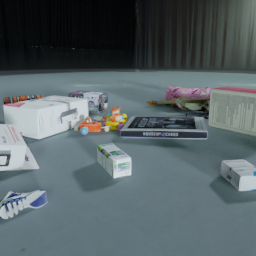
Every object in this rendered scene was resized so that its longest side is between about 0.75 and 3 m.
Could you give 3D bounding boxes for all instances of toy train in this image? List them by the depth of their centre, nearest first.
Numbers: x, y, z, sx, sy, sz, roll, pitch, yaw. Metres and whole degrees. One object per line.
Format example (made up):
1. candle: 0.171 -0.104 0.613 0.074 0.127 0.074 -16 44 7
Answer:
1. toy train: -0.969 -0.381 11.070 1.848 0.684 2.460 3 16 8

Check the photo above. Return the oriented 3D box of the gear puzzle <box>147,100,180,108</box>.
1. gear puzzle: 2.307 -1.252 14.930 2.767 0.362 1.433 5 11 18

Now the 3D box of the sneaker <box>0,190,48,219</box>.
1. sneaker: -2.047 1.348 5.343 0.900 0.363 0.520 -13 22 -36

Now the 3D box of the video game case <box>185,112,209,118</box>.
1. video game case: 3.265 -0.594 12.953 1.141 0.108 0.815 3 15 7

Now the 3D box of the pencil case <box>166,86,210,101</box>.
1. pencil case: 3.333 -1.841 15.785 2.494 1.033 1.079 5 13 21

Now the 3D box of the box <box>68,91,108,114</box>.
1. box: -1.983 -1.310 13.938 1.661 0.953 1.098 6 17 22

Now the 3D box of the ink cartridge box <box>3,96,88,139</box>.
1. ink cartridge box: -3.052 -0.511 10.758 1.901 1.107 2.610 9 16 30

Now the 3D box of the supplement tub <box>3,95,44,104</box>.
1. supplement tub: -4.273 -0.879 12.161 2.013 1.077 1.077 -7 17 -25

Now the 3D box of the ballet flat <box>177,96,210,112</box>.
1. ballet flat: 3.489 -1.049 13.316 2.348 0.799 0.789 0 23 -9

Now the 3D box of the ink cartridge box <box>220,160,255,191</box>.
1. ink cartridge box: 2.606 1.056 6.378 0.639 0.375 0.873 -2 14 -9

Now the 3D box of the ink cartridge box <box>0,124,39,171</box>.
1. ink cartridge box: -3.305 0.432 6.815 2.157 0.732 1.252 5 23 -37

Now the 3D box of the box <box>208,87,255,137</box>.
1. box: 4.421 -0.674 10.502 1.303 1.530 2.393 -13 20 -39

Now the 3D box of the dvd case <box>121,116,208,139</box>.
1. dvd case: 1.362 -0.051 10.344 2.903 0.359 2.182 2 15 11

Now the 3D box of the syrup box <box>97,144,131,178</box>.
1. syrup box: -0.375 0.804 7.102 0.473 0.489 1.202 -8 16 -24
